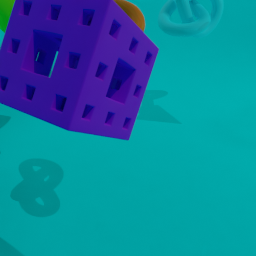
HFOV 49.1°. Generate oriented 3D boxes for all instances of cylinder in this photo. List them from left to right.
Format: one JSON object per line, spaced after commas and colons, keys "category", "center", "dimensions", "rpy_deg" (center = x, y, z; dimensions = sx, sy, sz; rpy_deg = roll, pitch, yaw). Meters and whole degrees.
{"category": "cylinder", "center": [-2.434, -2.637, 5.617], "dimensions": [1.169, 1.169, 1.169], "rpy_deg": [41, 37, -8]}

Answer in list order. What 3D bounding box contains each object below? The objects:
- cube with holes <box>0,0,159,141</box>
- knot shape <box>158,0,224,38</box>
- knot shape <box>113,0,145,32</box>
{"category": "cube with holes", "center": [-0.369, -0.425, 2.091], "dimensions": [0.782, 0.782, 0.782], "rpy_deg": [19, 2, 27]}
{"category": "knot shape", "center": [1.526, -3.001, 7.174], "dimensions": [2.003, 0.926, 1.874], "rpy_deg": [35, 61, -18]}
{"category": "knot shape", "center": [-0.364, -1.190, 4.049], "dimensions": [0.790, 1.600, 1.710], "rpy_deg": [23, -18, -30]}
